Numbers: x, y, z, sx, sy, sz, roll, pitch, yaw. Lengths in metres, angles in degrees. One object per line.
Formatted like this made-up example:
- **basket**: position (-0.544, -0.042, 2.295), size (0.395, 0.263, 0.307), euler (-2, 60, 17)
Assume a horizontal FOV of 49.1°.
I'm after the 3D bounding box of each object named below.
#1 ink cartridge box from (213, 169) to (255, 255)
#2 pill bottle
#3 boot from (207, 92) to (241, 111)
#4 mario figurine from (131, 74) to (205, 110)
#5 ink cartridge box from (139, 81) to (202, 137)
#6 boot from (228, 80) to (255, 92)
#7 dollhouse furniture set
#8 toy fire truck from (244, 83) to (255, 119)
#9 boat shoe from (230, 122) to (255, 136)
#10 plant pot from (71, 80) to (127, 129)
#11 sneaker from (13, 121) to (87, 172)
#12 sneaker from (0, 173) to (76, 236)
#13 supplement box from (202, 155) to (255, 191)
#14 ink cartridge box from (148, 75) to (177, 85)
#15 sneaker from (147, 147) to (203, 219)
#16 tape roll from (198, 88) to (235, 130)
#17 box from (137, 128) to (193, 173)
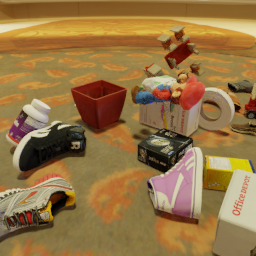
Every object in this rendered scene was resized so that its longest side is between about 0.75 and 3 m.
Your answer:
- **ink cartridge box**: position (3.402, 2.140, 5.967), size (2.676, 1.108, 1.950), euler (15, 31, 26)
- **pill bottle**: position (-3.363, -0.136, 9.578), size (0.927, 1.648, 0.927), euler (33, 6, -4)
- **boot**: position (4.288, -1.277, 13.004), size (1.786, 0.658, 1.382), euler (0, 31, 5)
- **mario figurine**: position (1.385, -1.368, 9.453), size (2.497, 1.323, 1.541), euler (1, 36, 36)
- **ink cartridge box**: position (1.601, -0.781, 10.967), size (2.233, 1.617, 0.938), euler (20, 34, 32)
- **boot**: position (6.117, -2.095, 14.746), size (1.121, 0.594, 1.703), euler (-11, 19, -13)
- **dollhouse furniture set**: position (2.400, -3.732, 15.595), size (2.937, 2.969, 1.529), euler (-37, 32, -1)
- **toy fire truck**: position (5.667, -1.143, 11.972), size (1.178, 1.338, 0.861), euler (4, 29, 8)
- **boat shoe**: position (4.646, -0.042, 10.815), size (1.272, 0.470, 0.470), euler (12, 30, 21)
- **plant pot**: position (-1.162, -0.927, 11.438), size (1.657, 1.461, 1.658), euler (-24, 37, -38)
- **sneaker**: position (-2.280, 0.546, 9.102), size (1.558, 1.018, 2.786), euler (8, 28, 16)
- **sneaker**: position (-2.333, 1.887, 6.646), size (1.000, 0.948, 2.435), euler (25, 37, 38)
- **supplement box**: position (2.836, 1.314, 7.981), size (1.297, 0.710, 0.706), euler (6, 27, 9)
- **ink cartridge box**: position (1.953, -1.915, 13.997), size (1.425, 0.822, 1.951), euler (-15, 31, -26)
- **sneaker**: position (1.319, 1.302, 7.818), size (1.474, 0.937, 2.586), euler (4, 28, 14)
- **tape roll**: position (3.215, -0.722, 10.784), size (1.709, 1.709, 0.312), euler (20, 37, 33)
- **box**: position (1.236, 0.698, 9.219), size (1.222, 0.643, 1.492), euler (22, 35, 36)
